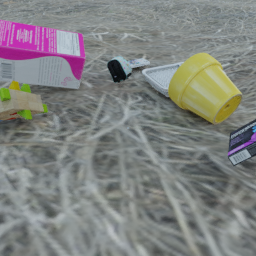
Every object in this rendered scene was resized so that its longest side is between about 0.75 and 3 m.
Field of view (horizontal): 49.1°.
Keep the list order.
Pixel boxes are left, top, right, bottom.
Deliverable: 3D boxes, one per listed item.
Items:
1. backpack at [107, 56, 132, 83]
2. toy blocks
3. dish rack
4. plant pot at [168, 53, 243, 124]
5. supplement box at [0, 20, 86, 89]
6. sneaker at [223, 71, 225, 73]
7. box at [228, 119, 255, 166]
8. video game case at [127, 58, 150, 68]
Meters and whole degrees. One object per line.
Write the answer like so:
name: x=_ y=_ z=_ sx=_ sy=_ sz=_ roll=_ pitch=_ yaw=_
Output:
backpack: x=-0.316 y=-2.131 z=9.985 sx=0.732 sy=0.833 sz=0.639 roll=-12 pitch=30 yaw=44
toy blocks: x=-3.282 y=-0.548 z=7.561 sx=1.350 sy=0.987 sz=1.975 roll=-15 pitch=-3 yaw=12
dish rack: x=1.801 y=-1.739 z=10.071 sx=2.237 sy=0.487 sz=1.920 roll=-14 pitch=37 yaw=-20
plant pot: x=2.308 y=-1.030 z=8.087 sx=1.714 sy=1.714 sz=1.612 roll=-22 pitch=54 yaw=-29
supplement box: x=-2.919 y=-2.368 z=9.250 sx=2.784 sy=1.409 sz=1.439 roll=5 pitch=50 yaw=-19
sneaker: x=2.608 y=-1.945 z=9.449 sx=1.320 sy=0.518 sz=0.524 roll=31 pitch=36 yaw=30
box: x=2.657 y=0.175 z=5.895 sx=1.082 sy=0.273 sz=1.514 roll=-34 pitch=2 yaw=27
video game case: x=0.301 y=-2.661 z=11.537 sx=0.953 sy=0.124 sz=1.047 roll=-14 pitch=24 yaw=-9
